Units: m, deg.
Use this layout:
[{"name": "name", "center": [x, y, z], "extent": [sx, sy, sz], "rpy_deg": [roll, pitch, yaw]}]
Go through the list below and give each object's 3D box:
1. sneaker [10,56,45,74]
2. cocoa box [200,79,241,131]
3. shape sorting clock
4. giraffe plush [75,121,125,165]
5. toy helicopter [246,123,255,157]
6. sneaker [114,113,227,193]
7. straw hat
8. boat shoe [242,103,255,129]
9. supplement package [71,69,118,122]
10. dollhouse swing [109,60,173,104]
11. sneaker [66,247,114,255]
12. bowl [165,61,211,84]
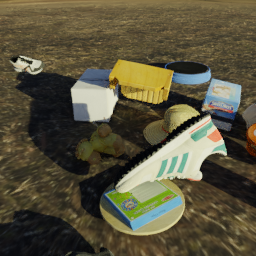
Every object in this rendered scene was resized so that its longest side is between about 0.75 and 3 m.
[{"name": "sneaker", "center": [-2.840, -1.787, 7.831], "extent": [1.064, 0.426, 0.392], "rpy_deg": [5, 62, 18]}, {"name": "cocoa box", "center": [3.251, -0.874, 9.886], "extent": [1.125, 1.107, 1.686], "rpy_deg": [17, 34, 14]}, {"name": "shape sorting clock", "center": [0.315, 1.673, 6.359], "extent": [1.907, 0.374, 1.907], "rpy_deg": [-5, 24, 2]}, {"name": "giraffe plush", "center": [-0.908, 0.530, 7.832], "extent": [1.354, 1.169, 1.098], "rpy_deg": [33, 64, 30]}, {"name": "toy helicopter", "center": [4.551, 0.598, 7.317], "extent": [1.785, 1.065, 2.699], "rpy_deg": [-37, 56, 1]}, {"name": "sneaker", "center": [0.985, 0.862, 6.228], "extent": [2.679, 1.253, 0.943], "rpy_deg": [-36, 5, 0]}, {"name": "straw hat", "center": [1.695, -0.175, 8.908], "extent": [2.424, 1.026, 2.424], "rpy_deg": [0, 30, 0]}, {"name": "boat shoe", "center": [4.366, -0.163, 9.398], "extent": [0.804, 0.685, 2.404], "rpy_deg": [-25, 13, 30]}, {"name": "supplement package", "center": [-1.160, -1.285, 10.539], "extent": [1.279, 1.284, 2.188], "rpy_deg": [4, 30, 6]}, {"name": "dollhouse swing", "center": [0.405, -1.230, 9.616], "extent": [1.903, 1.673, 1.729], "rpy_deg": [14, 41, 6]}, {"name": "sneaker", "center": [-1.025, 2.564, 4.608], "extent": [2.068, 0.687, 0.935], "rpy_deg": [-11, 29, -24]}, {"name": "bowl", "center": [2.934, -2.822, 13.987], "extent": [2.357, 0.463, 2.357], "rpy_deg": [0, 30, 0]}]
